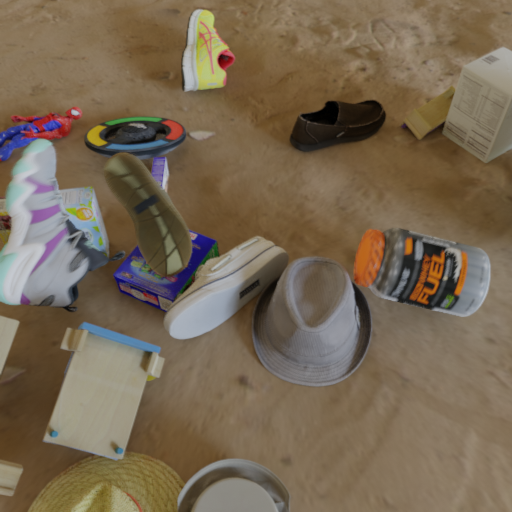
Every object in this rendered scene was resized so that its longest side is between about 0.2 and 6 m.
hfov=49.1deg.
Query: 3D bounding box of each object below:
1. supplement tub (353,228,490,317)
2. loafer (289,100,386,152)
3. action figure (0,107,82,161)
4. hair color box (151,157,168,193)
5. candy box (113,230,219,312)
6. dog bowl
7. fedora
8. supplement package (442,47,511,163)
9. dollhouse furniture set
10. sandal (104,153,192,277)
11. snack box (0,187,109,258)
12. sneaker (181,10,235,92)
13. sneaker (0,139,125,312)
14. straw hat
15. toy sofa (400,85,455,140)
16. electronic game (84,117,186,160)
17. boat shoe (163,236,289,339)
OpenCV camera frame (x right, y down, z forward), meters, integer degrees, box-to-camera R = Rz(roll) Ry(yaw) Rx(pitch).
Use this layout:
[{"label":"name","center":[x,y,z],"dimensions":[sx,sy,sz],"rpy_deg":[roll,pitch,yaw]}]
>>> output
[{"label":"supplement tub","center":[2.828,0.249,9.734],"dimensions":[2.060,1.262,1.262],"rpy_deg":[13,50,-4]},{"label":"loafer","center":[2.004,-3.200,13.172],"dimensions":[2.540,0.906,0.927],"rpy_deg":[-23,54,-18]},{"label":"action figure","center":[-5.368,-2.892,13.120],"dimensions":[2.763,0.714,0.904],"rpy_deg":[-29,53,-25]},{"label":"hair color box","center":[-2.093,-1.639,12.131],"dimensions":[0.306,0.516,0.945],"rpy_deg":[0,50,0]},{"label":"candy box","center":[-1.649,0.190,10.552],"dimensions":[1.334,0.608,1.577],"rpy_deg":[21,55,18]},{"label":"dog bowl","center":[-0.297,3.690,7.624],"dimensions":[1.691,0.496,1.691],"rpy_deg":[4,49,-4]},{"label":"fedora","center":[0.982,0.909,9.638],"dimensions":[2.113,1.079,2.390],"rpy_deg":[13,51,12]},{"label":"supplement package","center":[5.417,-3.418,12.740],"dimensions":[1.399,1.844,1.389],"rpy_deg":[-29,56,-22]},{"label":"dollhouse furniture set","center":[-3.135,2.438,8.655],"dimensions":[2.797,1.825,2.640],"rpy_deg":[21,67,-21]},{"label":"sandal","center":[-1.835,-0.749,9.825],"dimensions":[0.926,2.305,0.622],"rpy_deg":[-28,10,4]},{"label":"snack box","center":[-3.797,-0.483,10.525],"dimensions":[1.772,1.494,0.600],"rpy_deg":[-9,48,-6]},{"label":"sneaker","center":[-1.226,-5.442,14.999],"dimensions":[1.333,1.154,2.952],"rpy_deg":[3,59,-2]},{"label":"sneaker","center":[-3.169,-0.408,9.477],"dimensions":[1.970,2.816,1.095],"rpy_deg":[13,12,-10]},{"label":"straw hat","center":[-2.077,3.702,7.273],"dimensions":[2.788,1.180,2.788],"rpy_deg":[0,50,1]},{"label":"toy sofa","center":[4.308,-3.422,13.631],"dimensions":[1.554,0.758,0.644],"rpy_deg":[-34,83,-25]},{"label":"electronic game","center":[-2.733,-2.735,12.723],"dimensions":[2.275,0.473,2.275],"rpy_deg":[0,32,0]},{"label":"boat shoe","center":[-0.642,0.456,10.105],"dimensions":[2.760,0.993,0.907],"rpy_deg":[-35,56,-27]}]
